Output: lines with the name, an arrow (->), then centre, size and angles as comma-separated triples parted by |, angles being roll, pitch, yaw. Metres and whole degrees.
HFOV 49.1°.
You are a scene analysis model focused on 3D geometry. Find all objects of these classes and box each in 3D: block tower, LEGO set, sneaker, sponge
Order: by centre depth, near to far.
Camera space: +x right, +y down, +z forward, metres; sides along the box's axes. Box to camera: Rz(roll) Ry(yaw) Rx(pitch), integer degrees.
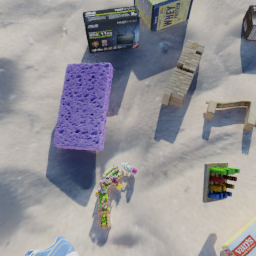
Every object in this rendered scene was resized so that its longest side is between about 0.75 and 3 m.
sneaker -> -2.250, 3.441, 6.395 | 2.443, 0.925, 0.941 | -26, 44, -13
LEGO set -> -0.464, 1.619, 7.308 | 0.837, 0.678, 1.820 | 24, 66, 12
sponge -> -1.272, -0.659, 8.113 | 1.434, 0.383, 2.571 | 2, 74, 17
block tower -> 1.815, -1.747, 9.045 | 0.674, 0.630, 2.331 | 22, 66, 12

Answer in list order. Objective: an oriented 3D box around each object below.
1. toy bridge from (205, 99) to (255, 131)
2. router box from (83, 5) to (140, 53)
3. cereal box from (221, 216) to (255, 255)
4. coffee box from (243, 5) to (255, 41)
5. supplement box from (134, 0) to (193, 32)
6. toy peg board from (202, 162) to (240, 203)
toy bridge -> 3.730, -0.394, 8.503 | 2.779, 0.378, 0.934 | 18, 62, 9
router box -> -0.518, -3.279, 9.409 | 1.817, 1.362, 0.565 | -9, 63, -4
cereal box -> 3.905, 3.333, 6.500 | 2.028, 0.557, 2.819 | -32, 67, -15
coffee box -> 5.164, -3.692, 9.969 | 1.845, 0.736, 1.043 | 6, 63, 3
supplement box -> 1.261, -4.677, 10.277 | 1.606, 1.078, 1.604 | -23, 65, -11
toy peg board -> 2.266, 1.317, 6.707 | 0.939, 0.459, 0.935 | 5, 88, -40
